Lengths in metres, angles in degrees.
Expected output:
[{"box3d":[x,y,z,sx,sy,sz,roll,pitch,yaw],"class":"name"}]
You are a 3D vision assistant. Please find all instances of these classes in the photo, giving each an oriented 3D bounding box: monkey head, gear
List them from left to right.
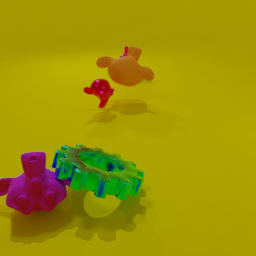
[{"box3d":[-1.627,0.928,4.993,1.616,1.163,0.974,-5,8,-16],"class":"monkey head"},{"box3d":[-0.554,0.795,5.414,1.746,0.323,1.746,18,10,-3],"class":"gear"},{"box3d":[-0.856,-1.084,8.634,0.703,0.839,1.166,36,34,18],"class":"monkey head"},{"box3d":[0.015,-2.069,9.208,1.936,1.393,1.167,17,5,8],"class":"monkey head"}]

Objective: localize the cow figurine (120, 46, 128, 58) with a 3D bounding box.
[{"box3d":[0.006,-2.760,11.750,0.591,1.060,1.077,17,77,18],"class":"cow figurine"}]
